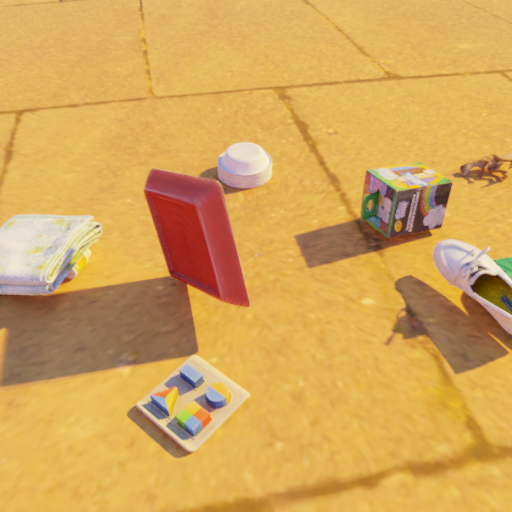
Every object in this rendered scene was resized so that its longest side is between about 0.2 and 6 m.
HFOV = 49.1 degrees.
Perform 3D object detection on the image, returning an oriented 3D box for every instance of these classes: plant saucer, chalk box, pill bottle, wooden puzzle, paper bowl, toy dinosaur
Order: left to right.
[{"bbox_3d":[-3.199,0.097,9.968,0.328,0.328,0.590,12,41,14],"label":"pill bottle"},{"bbox_3d":[-1.020,-0.259,8.689,0.373,2.030,2.026,-28,28,-30],"label":"plant saucer"},{"bbox_3d":[-0.877,1.961,7.783,1.133,0.283,1.223,29,48,31],"label":"wooden puzzle"},{"bbox_3d":[-0.252,-2.040,12.302,1.200,0.624,1.200,1,41,0],"label":"paper bowl"},{"bbox_3d":[2.656,-1.054,10.631,1.650,1.030,1.023,-9,33,-20],"label":"chalk box"},{"bbox_3d":[5.382,-2.124,12.484,1.740,0.526,0.924,-15,41,-18],"label":"toy dinosaur"}]

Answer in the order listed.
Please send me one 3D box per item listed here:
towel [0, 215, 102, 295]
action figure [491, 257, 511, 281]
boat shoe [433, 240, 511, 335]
[{"bbox_3d":[-3.955,-0.065,9.751,2.111,0.508,1.807,0,37,21],"label":"towel"},{"bbox_3d":[4.659,0.574,9.163,1.403,0.650,2.375,-29,41,-29],"label":"action figure"},{"bbox_3d":[3.533,0.338,8.883,0.793,0.915,2.147,-38,49,7],"label":"boat shoe"}]
